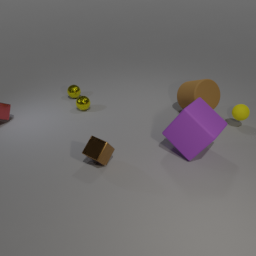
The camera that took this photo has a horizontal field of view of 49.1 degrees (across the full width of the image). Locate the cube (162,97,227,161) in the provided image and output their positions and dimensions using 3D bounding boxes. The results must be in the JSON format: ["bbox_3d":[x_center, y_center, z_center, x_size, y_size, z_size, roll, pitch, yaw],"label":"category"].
[{"bbox_3d":[2.373,0.020,9.966,1.400,1.400,1.400,46,41,10],"label":"cube"}]

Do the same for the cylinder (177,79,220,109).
[{"bbox_3d":[3.157,-1.454,12.621,1.400,1.400,1.400,-13,9,-21],"label":"cylinder"}]

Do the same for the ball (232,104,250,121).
[{"bbox_3d":[4.731,-0.655,11.760,0.700,0.700,0.700,0,30,0],"label":"ball"}]

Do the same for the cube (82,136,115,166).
[{"bbox_3d":[-1.007,0.787,9.605,0.700,0.700,0.700,21,76,28],"label":"cube"}]

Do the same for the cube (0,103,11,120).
[{"bbox_3d":[-5.647,-0.747,12.159,0.700,0.700,0.700,6,-1,21],"label":"cube"}]

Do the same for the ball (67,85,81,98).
[{"bbox_3d":[-2.799,-1.896,14.520,0.700,0.700,0.700,0,30,0],"label":"ball"}]

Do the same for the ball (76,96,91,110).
[{"bbox_3d":[-2.133,-1.188,13.309,0.700,0.700,0.700,0,30,0],"label":"ball"}]
